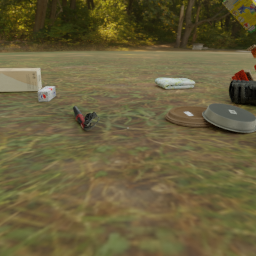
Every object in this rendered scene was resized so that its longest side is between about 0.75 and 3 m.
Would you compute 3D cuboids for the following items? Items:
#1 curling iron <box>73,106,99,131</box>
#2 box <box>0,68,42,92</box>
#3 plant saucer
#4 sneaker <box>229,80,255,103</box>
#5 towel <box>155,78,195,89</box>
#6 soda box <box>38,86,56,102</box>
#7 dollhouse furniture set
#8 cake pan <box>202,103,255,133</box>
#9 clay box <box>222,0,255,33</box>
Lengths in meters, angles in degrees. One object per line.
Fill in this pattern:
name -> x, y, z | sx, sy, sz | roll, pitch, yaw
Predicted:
curling iron -> -1.225, -0.326, 7.635 | 0.497, 0.256, 2.005 | -44, 25, -7
box -> -4.970, -2.062, 11.999 | 2.301, 0.895, 1.093 | -3, 18, -10
plant saucer -> 1.863, -0.355, 7.880 | 1.615, 0.238, 1.615 | 0, 19, 0
sneaker -> 4.196, -1.102, 9.194 | 1.309, 0.933, 2.639 | -3, 13, -3
towel -> 2.148, -2.078, 12.929 | 1.529, 0.368, 1.309 | -5, 18, -14
soda box -> -3.012, -1.280, 10.449 | 0.362, 0.389, 1.140 | 0, 17, 0
dollhouse furniture set -> 5.360, -2.290, 11.275 | 1.107, 2.149, 2.126 | -17, -9, -37
cake pan -> 2.654, -0.301, 7.250 | 1.403, 0.257, 1.403 | 8, 25, -4
clay box -> 3.154, -3.141, 7.422 | 0.278, 1.167, 0.671 | -53, 12, -24
